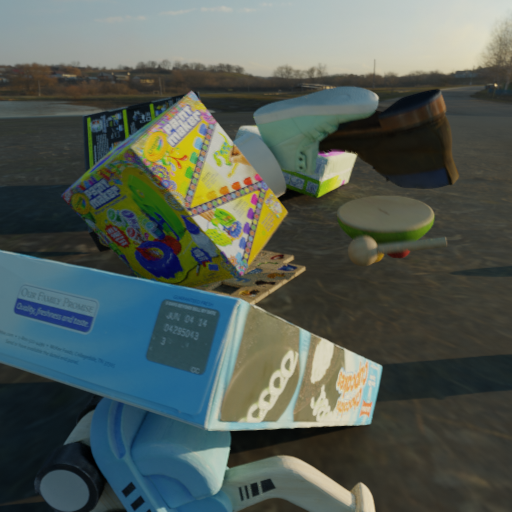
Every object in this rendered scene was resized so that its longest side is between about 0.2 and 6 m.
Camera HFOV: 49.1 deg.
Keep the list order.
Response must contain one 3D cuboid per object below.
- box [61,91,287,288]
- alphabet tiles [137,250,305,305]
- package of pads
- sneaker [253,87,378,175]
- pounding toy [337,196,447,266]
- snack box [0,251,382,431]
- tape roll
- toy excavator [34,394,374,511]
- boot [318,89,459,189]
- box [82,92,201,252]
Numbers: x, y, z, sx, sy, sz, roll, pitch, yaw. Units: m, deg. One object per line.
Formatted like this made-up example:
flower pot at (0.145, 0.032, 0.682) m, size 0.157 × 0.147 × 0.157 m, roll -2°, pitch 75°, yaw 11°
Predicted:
box at (-1.095, -0.685, 7.370) m, size 2.051 × 1.975 × 1.251 m, roll -16°, pitch 30°, yaw 49°
alphabet tiles at (-0.510, 0.277, 9.251) m, size 2.134 × 0.096 × 2.553 m, roll 10°, pitch 20°, yaw 29°
package of pads at (1.068, -2.738, 15.568) m, size 2.715 × 1.198 × 3.514 m, roll 22°, pitch 19°, yaw 15°
sneaker at (1.029, -1.894, 8.721) m, size 1.995 × 1.177 × 0.734 m, roll -2°, pitch 35°, yaw 32°
pounding toy at (2.022, -0.208, 8.699) m, size 1.472 × 0.885 × 1.907 m, roll -3°, pitch 26°, yaw 4°
snack box at (-0.359, 0.757, 4.286) m, size 1.986 × 0.634 × 3.418 m, roll 9°, pitch -11°, yaw 25°
tape roll at (-0.172, -1.296, 9.090) m, size 0.800 × 1.166 × 1.166 m, roll -34°, pitch 27°, yaw -11°
toy excavator at (-0.280, 1.546, 3.811) m, size 1.764 × 1.716 × 0.881 m, roll -25°, pitch 12°, yaw 14°
boot at (1.939, -1.657, 9.151) m, size 1.071 × 1.389 × 2.866 m, roll -36°, pitch 20°, yaw -27°
box at (-2.054, -1.749, 11.012) m, size 2.494 × 0.689 × 3.113 m, roll -14°, pitch 56°, yaw -2°
